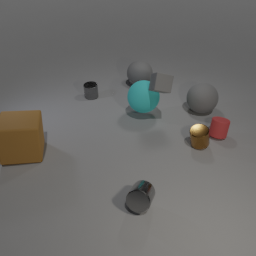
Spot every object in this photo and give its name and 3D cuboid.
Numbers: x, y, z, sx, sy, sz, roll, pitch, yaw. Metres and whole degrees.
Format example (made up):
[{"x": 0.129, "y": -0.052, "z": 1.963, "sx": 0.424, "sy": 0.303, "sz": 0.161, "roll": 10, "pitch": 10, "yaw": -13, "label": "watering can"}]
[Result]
[{"x": 2.671, "y": 0.327, "z": 10.437, "sx": 0.700, "sy": 0.700, "sz": 0.700, "roll": -9, "pitch": 44, "yaw": 9, "label": "cylinder"}, {"x": 0.672, "y": -1.354, "z": 12.133, "sx": 1.400, "sy": 1.400, "sz": 1.400, "roll": 0, "pitch": 32, "yaw": 0, "label": "ball"}, {"x": 1.302, "y": -1.778, "z": 11.088, "sx": 0.700, "sy": 0.700, "sz": 0.700, "roll": 8, "pitch": 4, "yaw": -16, "label": "cube"}, {"x": 3.360, "y": -1.355, "z": 12.655, "sx": 1.400, "sy": 1.400, "sz": 1.400, "roll": 0, "pitch": 32, "yaw": 0, "label": "ball"}, {"x": -1.857, "y": -1.880, "z": 14.074, "sx": 0.700, "sy": 0.700, "sz": 0.700, "roll": -1, "pitch": 38, "yaw": 1, "label": "cylinder"}, {"x": 3.610, "y": -0.014, "z": 11.075, "sx": 0.700, "sy": 0.700, "sz": 0.700, "roll": 6, "pitch": 22, "yaw": -2, "label": "cylinder"}, {"x": 0.639, "y": -2.972, "z": 15.198, "sx": 1.400, "sy": 1.400, "sz": 1.400, "roll": 0, "pitch": 32, "yaw": 0, "label": "ball"}, {"x": -3.779, "y": 0.305, "z": 9.921, "sx": 1.400, "sy": 1.400, "sz": 1.400, "roll": -3, "pitch": 31, "yaw": -11, "label": "cube"}, {"x": 0.367, "y": 1.934, "z": 7.946, "sx": 0.700, "sy": 0.700, "sz": 0.700, "roll": 9, "pitch": 15, "yaw": 15, "label": "cylinder"}]
